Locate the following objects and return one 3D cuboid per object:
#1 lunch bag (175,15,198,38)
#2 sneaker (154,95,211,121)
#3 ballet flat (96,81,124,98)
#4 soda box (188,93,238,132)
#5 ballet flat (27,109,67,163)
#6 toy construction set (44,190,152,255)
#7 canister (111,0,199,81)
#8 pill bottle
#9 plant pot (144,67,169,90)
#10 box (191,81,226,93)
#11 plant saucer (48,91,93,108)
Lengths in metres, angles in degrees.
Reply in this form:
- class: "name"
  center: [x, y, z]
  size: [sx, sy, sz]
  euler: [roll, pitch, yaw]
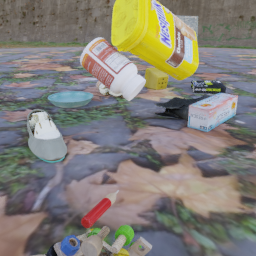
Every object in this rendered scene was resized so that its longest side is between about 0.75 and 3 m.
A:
- class: "lunch bag"
  center: [2.342, -3.988, 12.051]
  size: [1.256, 1.532, 0.901]
  euler: [5, -21, 7]
- class: "sneaker"
  center: [2.326, -0.913, 11.339]
  size: [1.375, 0.792, 2.637]
  euler: [21, 32, 35]
- class: "ballet flat"
  center: [-0.873, -1.974, 14.329]
  size: [2.342, 0.797, 0.788]
  euler: [11, 32, 30]
- class: "soda box"
  center: [3.236, -0.654, 10.531]
  size: [0.804, 0.865, 2.531]
  euler: [17, 26, 39]
- class: "ballet flat"
  center: [-2.585, 0.084, 8.470]
  size: [0.974, 0.920, 2.890]
  euler: [-10, 23, -25]
- class: "toy construction set"
  center: [-0.238, 1.579, 3.653]
  size: [1.381, 1.656, 1.273]
  euler: [17, 20, 19]
- class: "canister"
  center: [0.983, -3.030, 9.238]
  size: [2.910, 2.161, 1.259]
  euler: [20, -31, -37]
- class: "pill bottle"
  center: [-0.446, -1.805, 8.801]
  size: [1.989, 1.116, 1.116]
  euler: [42, 31, 7]
- class: "plant pot"
  center: [1.686, -2.765, 16.098]
  size: [1.129, 1.129, 0.996]
  euler: [-12, 37, -30]
- class: "box"
  center: [4.466, -2.332, 15.740]
  size: [1.697, 0.418, 1.758]
  euler: [0, 20, 8]
- class: "plant saucer"
  center: [-2.641, -1.303, 13.018]
  size: [2.076, 0.373, 2.076]
  euler: [-1, 20, 0]
